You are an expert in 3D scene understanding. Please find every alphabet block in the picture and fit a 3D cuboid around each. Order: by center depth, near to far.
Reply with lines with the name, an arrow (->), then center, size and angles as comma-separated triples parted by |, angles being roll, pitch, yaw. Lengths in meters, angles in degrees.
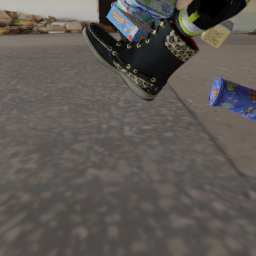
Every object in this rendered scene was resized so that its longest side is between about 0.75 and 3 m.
alphabet block -> 3.330, -3.614, 10.418 | 0.811, 0.826, 0.806 | 32, 46, 0

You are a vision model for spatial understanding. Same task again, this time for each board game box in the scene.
board game box -> 0.300, -2.948, 8.473 | 1.438, 0.410, 1.468 | 5, 40, -48

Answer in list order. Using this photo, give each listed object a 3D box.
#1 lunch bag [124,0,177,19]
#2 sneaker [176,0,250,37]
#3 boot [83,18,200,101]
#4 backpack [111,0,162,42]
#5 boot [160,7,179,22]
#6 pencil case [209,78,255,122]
lunch bag -> 0.458, -2.647, 5.407 | 1.106, 0.889, 0.456 | 5, 11, -38
sneaker -> 2.018, -2.631, 5.771 | 2.327, 0.834, 0.964 | -41, 8, -16
boot -> 0.284, -2.094, 6.872 | 2.545, 1.922, 0.919 | 44, 39, -5
backpack -> 0.634, -4.453, 10.861 | 2.262, 1.703, 2.008 | -17, 59, -13
boot -> 1.226, -3.368, 8.167 | 1.454, 0.661, 1.731 | 40, 8, -13
pencil case -> 2.101, -0.446, 5.024 | 1.332, 0.579, 0.520 | 20, 62, -5
